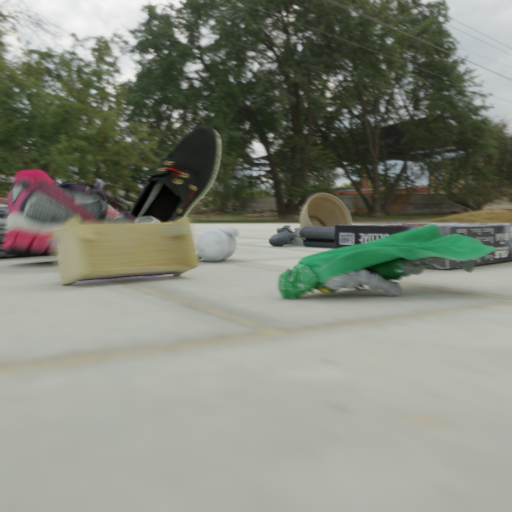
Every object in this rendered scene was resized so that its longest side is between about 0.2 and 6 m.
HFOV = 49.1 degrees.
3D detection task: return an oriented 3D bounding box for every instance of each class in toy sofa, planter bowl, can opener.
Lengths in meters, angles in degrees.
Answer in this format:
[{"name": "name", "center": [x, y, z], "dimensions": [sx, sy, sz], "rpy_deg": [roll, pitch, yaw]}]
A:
[{"name": "toy sofa", "center": [-1.464, -0.036, 6.258], "dimensions": [1.494, 0.619, 0.729], "rpy_deg": [-4, -14, -43]}, {"name": "planter bowl", "center": [1.613, -0.798, 14.003], "dimensions": [1.286, 1.286, 0.865], "rpy_deg": [-2, -23, -27]}, {"name": "can opener", "center": [1.119, -0.337, 12.676], "dimensions": [1.932, 0.515, 0.646], "rpy_deg": [5, 39, 45]}]

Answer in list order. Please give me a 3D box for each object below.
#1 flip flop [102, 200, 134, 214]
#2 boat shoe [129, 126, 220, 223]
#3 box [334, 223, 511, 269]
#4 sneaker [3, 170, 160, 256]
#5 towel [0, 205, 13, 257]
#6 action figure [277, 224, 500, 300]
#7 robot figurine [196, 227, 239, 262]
[{"name": "flip flop", "center": [-3.573, -0.828, 12.491], "dimensions": [3.234, 1.311, 0.931], "rpy_deg": [3, -14, -36]}, {"name": "boat shoe", "center": [-1.799, -1.585, 12.560], "dimensions": [1.117, 3.053, 0.957], "rpy_deg": [33, 2, 12]}, {"name": "box", "center": [2.741, -0.214, 8.817], "dimensions": [2.454, 0.611, 1.935], "rpy_deg": [-4, 6, -44]}, {"name": "sneaker", "center": [-2.569, -0.593, 9.218], "dimensions": [1.324, 1.226, 3.283], "rpy_deg": [-1, -2, 23]}, {"name": "towel", "center": [-4.514, -0.434, 10.176], "dimensions": [1.753, 0.906, 2.117], "rpy_deg": [0, 4, 35]}, {"name": "action figure", "center": [1.075, 0.100, 5.194], "dimensions": [1.942, 0.531, 1.147], "rpy_deg": [-9, 8, -20]}, {"name": "robot figurine", "center": [-0.634, -0.183, 8.906], "dimensions": [0.809, 0.539, 0.954], "rpy_deg": [-38, -3, 11]}]
